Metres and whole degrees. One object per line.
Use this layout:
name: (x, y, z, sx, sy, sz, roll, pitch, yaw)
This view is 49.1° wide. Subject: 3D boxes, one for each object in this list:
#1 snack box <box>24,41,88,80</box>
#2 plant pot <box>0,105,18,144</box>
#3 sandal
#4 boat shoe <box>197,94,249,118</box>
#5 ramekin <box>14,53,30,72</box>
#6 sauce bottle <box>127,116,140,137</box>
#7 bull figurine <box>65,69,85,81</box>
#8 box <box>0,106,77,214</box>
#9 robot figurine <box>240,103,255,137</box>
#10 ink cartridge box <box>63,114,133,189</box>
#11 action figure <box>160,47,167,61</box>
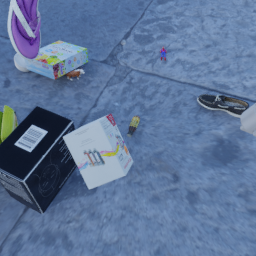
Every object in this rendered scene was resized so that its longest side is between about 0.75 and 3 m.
snack box: (-3.152, -3.085, 12.461, 1.818, 0.730, 2.156, 22, 42, 26)
plant pot: (-4.504, 0.497, 9.063, 1.873, 2.064, 2.054, -8, 39, -14)
sandal: (-3.398, -3.808, 9.484, 0.720, 2.930, 1.192, 9, 13, 41)
boat shoe: (3.821, -1.029, 11.274, 2.011, 0.607, 0.743, 24, 55, 18)
ramekin: (-4.706, -2.984, 12.760, 0.930, 0.433, 0.930, 13, 58, -22)
sauce bottle: (0.205, -0.058, 10.713, 0.307, 0.307, 0.930, 13, 53, 10)
bull figurine: (-2.335, -2.379, 12.399, 0.850, 0.516, 0.277, -5, 53, -3)
box: (-2.697, 0.998, 8.614, 1.422, 2.256, 2.295, 22, 55, 16)
robot figurine: (3.384, -0.296, 7.102, 0.710, 1.257, 1.066, 17, 63, -7)
ink cartridge box: (-0.646, 0.533, 6.605, 0.995, 1.376, 0.999, -23, 7, 16)
action figure: (1.722, -3.644, 13.600, 0.307, 0.243, 0.939, 2, 49, 4)
